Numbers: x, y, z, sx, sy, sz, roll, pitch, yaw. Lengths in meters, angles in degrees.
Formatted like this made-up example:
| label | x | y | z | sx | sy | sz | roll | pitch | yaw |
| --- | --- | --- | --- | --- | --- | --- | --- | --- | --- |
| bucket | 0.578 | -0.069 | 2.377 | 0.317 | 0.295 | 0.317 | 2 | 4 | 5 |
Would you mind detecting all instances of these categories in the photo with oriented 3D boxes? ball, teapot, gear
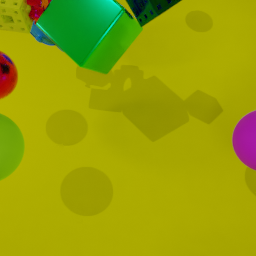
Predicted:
| label | x | y | z | sx | sy | sz | roll | pitch | yaw |
| --- | --- | --- | --- | --- | --- | --- | --- | --- | --- |
| ball | 2.791 | 0.251 | 5.660 | 1.287 | 1.287 | 1.287 | 0 | 71 | 0 |
| ball | -2.652 | 0.358 | 5.217 | 1.366 | 1.366 | 1.366 | 0 | 71 | 0 |
| teapot | -2.170 | -2.682 | 7.320 | 1.162 | 1.869 | 0.915 | 9 | 67 | 39 |
| ball | -3.107 | -1.203 | 6.325 | 1.175 | 1.175 | 1.175 | 0 | 71 | 0 |
| gear | -1.703 | -2.977 | 5.939 | 0.289 | 1.561 | 1.561 | 14 | 71 | -3 |

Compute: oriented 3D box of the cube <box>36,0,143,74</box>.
| label | x | y | z | sx | sy | sz | roll | pitch | yaw |
| --- | --- | --- | --- | --- | --- | --- | --- | --- | --- |
| cube | -0.750 | -2.150 | 5.926 | 1.374 | 1.374 | 1.374 | 44 | 105 | 10 |

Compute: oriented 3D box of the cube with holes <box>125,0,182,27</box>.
| label | x | y | z | sx | sy | sz | roll | pitch | yaw |
| --- | --- | --- | --- | --- | --- | --- | --- | --- | --- |
| cube with holes | 0.477 | -2.500 | 5.313 | 0.714 | 0.714 | 0.714 | -38 | 105 | -16 |

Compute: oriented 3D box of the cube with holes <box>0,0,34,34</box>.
| label | x | y | z | sx | sy | sz | roll | pitch | yaw |
| --- | --- | --- | --- | --- | --- | --- | --- | --- | --- |
| cube with holes | -2.379 | -2.502 | 5.773 | 0.700 | 0.700 | 0.700 | 8 | 68 | 0 |
